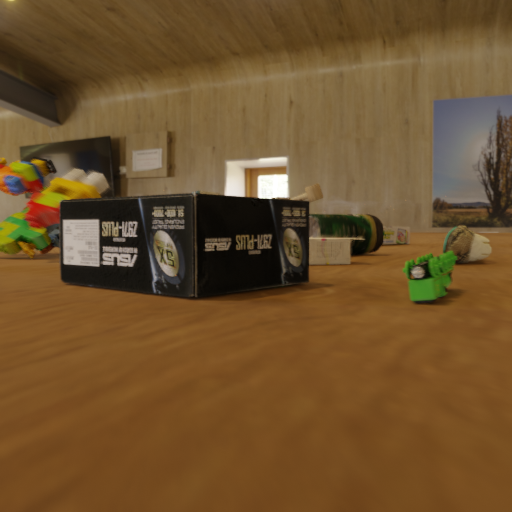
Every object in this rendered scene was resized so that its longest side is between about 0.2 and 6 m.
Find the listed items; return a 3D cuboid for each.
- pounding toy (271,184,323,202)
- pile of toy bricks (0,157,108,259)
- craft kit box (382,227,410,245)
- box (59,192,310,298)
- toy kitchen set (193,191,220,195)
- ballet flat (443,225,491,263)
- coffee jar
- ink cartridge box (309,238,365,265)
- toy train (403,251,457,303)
[{"bbox_3d":[0.574,-0.744,11.599,1.900,0.869,1.669,-22,-2,19],"label":"pounding toy"},{"bbox_3d":[-4.115,-0.589,10.061,3.484,1.933,1.720,14,47,34],"label":"pile of toy bricks"},{"bbox_3d":[2.801,-0.618,17.008,2.721,0.660,2.688,3,2,43],"label":"craft kit box"},{"bbox_3d":[-0.709,-0.135,5.469,1.939,0.835,1.588,2,4,39],"label":"box"},{"bbox_3d":[-0.798,-0.605,10.106,0.907,1.233,1.539,-5,2,-31],"label":"toy kitchen set"},{"bbox_3d":[3.344,-0.148,8.788,0.668,0.602,1.774,14,5,22],"label":"ballet flat"},{"bbox_3d":[1.551,-0.403,10.745,1.875,0.800,0.978,-4,4,-38],"label":"coffee jar"},{"bbox_3d":[0.966,-0.074,8.438,1.182,0.401,0.681,-1,3,-17],"label":"ink cartridge box"},{"bbox_3d":[1.451,0.164,4.574,0.259,0.350,1.240,-8,0,27],"label":"toy train"}]
